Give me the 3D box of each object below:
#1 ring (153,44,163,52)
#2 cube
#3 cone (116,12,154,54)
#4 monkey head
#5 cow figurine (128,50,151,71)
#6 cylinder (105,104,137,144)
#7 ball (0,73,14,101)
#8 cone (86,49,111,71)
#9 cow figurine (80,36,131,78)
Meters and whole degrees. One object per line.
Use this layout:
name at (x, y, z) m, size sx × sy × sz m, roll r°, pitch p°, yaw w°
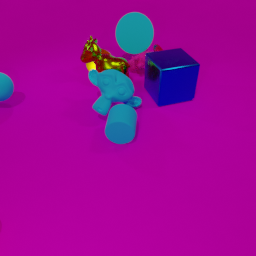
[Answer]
ring at (1.360, -2.588, 10.629) m, size 0.265 × 1.324 × 1.324 m, roll -32°, pitch 41°, yaw 8°
cube at (1.417, -1.733, 9.442) m, size 1.356 × 1.356 × 1.356 m, roll -12°, pitch 41°, yaw -14°
cone at (0.469, -3.850, 11.424) m, size 1.527 × 1.527 × 1.533 m, roll 12°, pitch 21°, yaw 15°
monkey head at (-0.518, -1.081, 8.658) m, size 1.952 × 1.404 × 1.176 m, roll 32°, pitch 4°, yaw -3°
cow figurine at (0.500, -2.578, 10.699) m, size 1.091 × 0.599 × 1.074 m, roll -24°, pitch 12°, yaw 11°
cylinder at (-0.183, -0.116, 7.869) m, size 0.827 × 0.827 × 0.827 m, roll 3°, pitch 39°, yaw 4°
ball at (-4.118, -1.301, 8.885) m, size 0.921 × 0.921 × 0.921 m, roll 0°, pitch 39°, yaw 0°
cone at (-1.121, -2.595, 11.173) m, size 1.062 × 1.062 × 1.066 m, roll -3°, pitch 13°, yaw -4°
cow figurine at (-0.778, -2.360, 9.904) m, size 1.742 × 1.714 × 0.956 m, roll 3°, pitch 41°, yaw 10°
